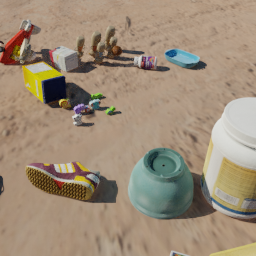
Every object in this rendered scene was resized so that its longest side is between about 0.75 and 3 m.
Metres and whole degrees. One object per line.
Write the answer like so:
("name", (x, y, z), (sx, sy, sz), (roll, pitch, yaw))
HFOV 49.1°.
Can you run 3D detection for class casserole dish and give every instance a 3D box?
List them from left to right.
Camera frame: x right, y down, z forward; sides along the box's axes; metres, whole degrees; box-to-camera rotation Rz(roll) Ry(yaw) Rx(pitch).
("casserole dish", (2.593, -3.357, 13.581), (1.108, 0.355, 1.829), (-31, 48, -32))

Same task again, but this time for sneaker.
("sneaker", (-1.772, 1.298, 7.696), (2.035, 0.763, 0.917), (16, 33, 10))

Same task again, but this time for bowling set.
("bowling set", (-1.198, -3.684, 13.511), (2.569, 1.379, 1.788), (-30, 67, -33))

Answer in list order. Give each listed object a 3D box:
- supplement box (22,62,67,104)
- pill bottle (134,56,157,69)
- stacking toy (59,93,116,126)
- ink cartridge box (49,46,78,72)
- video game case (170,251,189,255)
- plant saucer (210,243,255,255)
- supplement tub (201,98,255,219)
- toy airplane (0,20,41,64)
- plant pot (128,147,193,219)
("supplement box", (-3.323, -1.824, 11.124), (0.967, 0.973, 1.777), (-23, 43, -35))
("pill bottle", (0.819, -3.068, 13.050), (1.025, 0.571, 0.571), (7, 40, 9))
("stacking toy", (-1.504, -0.821, 10.447), (1.768, 0.415, 1.333), (-20, 43, -23))
("ink cartridge box", (-2.976, -3.233, 13.087), (1.071, 0.775, 0.778), (28, 47, 29))
("video game case", (1.321, 3.166, 5.723), (1.159, 0.127, 1.056), (9, 40, 21))
("plant saucer", (2.051, 3.009, 5.238), (0.362, 1.493, 1.493), (41, 43, -8))
("supplement tub", (2.877, 0.754, 6.808), (1.856, 2.566, 1.856), (0, 39, 0))
("toy airplane", (-4.955, -3.990, 13.357), (2.255, 1.599, 2.265), (-4, 52, 41))
("plant pot", (0.890, 1.268, 7.288), (1.772, 1.187, 1.772), (1, 39, 0))
